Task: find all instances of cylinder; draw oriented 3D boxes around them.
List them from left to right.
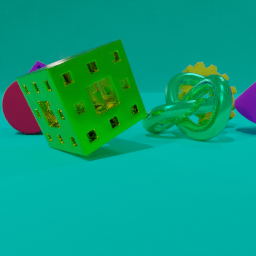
[{"bbox_3d":[-2.068,-0.531,6.519,1.206,1.206,1.206,0,7,3],"label":"cylinder"}]

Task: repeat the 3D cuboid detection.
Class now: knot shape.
[{"bbox_3d":[1.342,-0.573,5.925,1.995,0.922,1.867,-12,31,39],"label":"knot shape"}]

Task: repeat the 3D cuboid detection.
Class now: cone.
[{"bbox_3d":[3.356,-1.028,5.989,1.632,1.639,1.632,5,34,-4],"label":"cone"}]

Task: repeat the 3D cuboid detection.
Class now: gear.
[{"bbox_3d":[2.068,-0.877,7.259,1.712,1.712,0.317,-4,-20,-25],"label":"gear"}]

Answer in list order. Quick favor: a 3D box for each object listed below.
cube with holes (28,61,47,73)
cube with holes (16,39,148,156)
[{"bbox_3d":[-2.756,-1.314,9.519,1.143,1.143,1.143,26,-18,12],"label":"cube with holes"},{"bbox_3d":[-0.717,-0.483,4.411,1.249,1.249,1.249,-33,22,-32],"label":"cube with holes"}]
